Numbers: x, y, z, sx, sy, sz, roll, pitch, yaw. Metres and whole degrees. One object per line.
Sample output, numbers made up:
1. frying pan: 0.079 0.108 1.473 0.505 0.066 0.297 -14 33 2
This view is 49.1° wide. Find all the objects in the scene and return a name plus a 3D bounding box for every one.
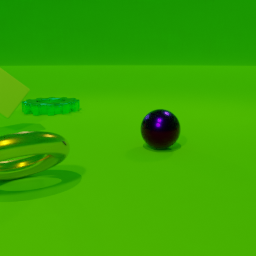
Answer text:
1. gear: -2.640 -0.774 9.658 1.893 0.350 1.893 0 14 0
2. ball: 0.631 0.021 5.467 0.782 0.782 0.782 0 14 0
3. cube: -2.908 -0.785 6.485 0.829 0.829 0.829 39 -14 -23
4. ring: -1.456 0.400 3.659 1.396 0.279 1.396 -16 -16 -5
